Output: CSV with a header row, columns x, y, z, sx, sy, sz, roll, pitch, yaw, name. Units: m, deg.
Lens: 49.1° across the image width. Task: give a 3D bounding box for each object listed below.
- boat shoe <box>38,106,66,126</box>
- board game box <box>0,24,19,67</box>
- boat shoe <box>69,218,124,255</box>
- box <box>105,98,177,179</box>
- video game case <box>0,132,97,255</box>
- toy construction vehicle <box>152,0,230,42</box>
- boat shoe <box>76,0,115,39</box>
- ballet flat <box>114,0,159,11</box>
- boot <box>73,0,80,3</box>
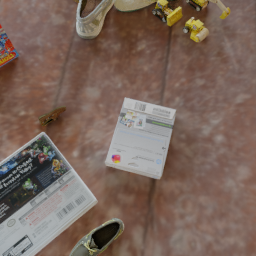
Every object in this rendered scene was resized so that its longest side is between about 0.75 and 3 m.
x,y,z,sx,sy,sz,roll,pitch,yaw,name
-2.232,-0.354,8.431,0.903,0.325,0.307,-28,75,0,boat shoe
-4.372,-2.401,8.526,1.605,1.571,0.448,-37,73,-13,board game box
-0.820,2.871,7.058,1.656,0.495,0.592,-36,73,-13,boat shoe
0.402,0.269,8.107,1.615,0.427,2.072,13,69,6,box
-2.702,1.897,7.539,2.829,0.330,2.572,-38,74,-13,video game case
2.178,-4.084,9.624,1.819,0.736,2.089,-40,74,-14,toy construction vehicle
-1.125,-4.500,9.672,1.085,0.944,2.943,14,69,5,boat shoe
0.799,-4.874,9.862,2.691,0.934,0.934,-14,69,-5,ballet flat
-1.755,-5.362,10.274,1.234,0.610,1.590,-31,65,-16,boot
